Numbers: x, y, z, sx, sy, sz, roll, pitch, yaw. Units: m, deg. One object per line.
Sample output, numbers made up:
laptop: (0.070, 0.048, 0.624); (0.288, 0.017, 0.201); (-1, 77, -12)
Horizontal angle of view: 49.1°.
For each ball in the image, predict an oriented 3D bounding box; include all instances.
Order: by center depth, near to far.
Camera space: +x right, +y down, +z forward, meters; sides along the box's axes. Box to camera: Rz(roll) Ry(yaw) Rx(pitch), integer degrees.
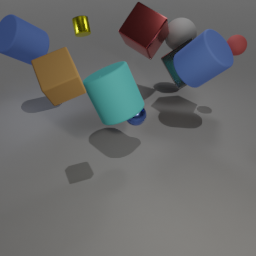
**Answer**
ball: (0.246, -0.422, 9.020); (0.700, 0.700, 0.700); (0, 31, 0)
ball: (3.760, -2.872, 9.722); (0.700, 0.700, 0.700); (0, 31, 0)
ball: (2.296, -4.076, 12.258); (1.400, 1.400, 1.400); (0, 31, 0)

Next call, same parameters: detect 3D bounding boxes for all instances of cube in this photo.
cube: (-1.299, -0.963, 5.331); (0.700, 0.700, 0.700); (-24, 72, -4)
cube: (2.359, -2.518, 10.997); (1.400, 1.400, 1.400); (-30, 2, 25)
cube: (0.681, -3.885, 11.342); (1.400, 1.400, 1.400); (35, 3, 11)

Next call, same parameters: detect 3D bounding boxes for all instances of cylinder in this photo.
cylinder: (-0.413, -1.019, 8.204); (1.400, 1.400, 1.400); (-22, 22, 9)
cylinder: (2.469, -2.263, 9.247); (1.400, 1.400, 1.400); (-35, 1, -44)
cylinder: (-3.877, -3.186, 10.271); (1.400, 1.400, 1.400); (24, 6, 35)
cylinder: (-1.988, -4.342, 11.987); (0.700, 0.700, 0.700); (-11, 4, 1)
